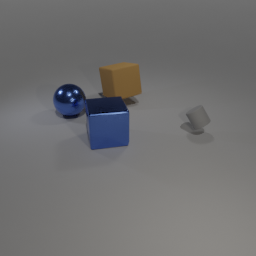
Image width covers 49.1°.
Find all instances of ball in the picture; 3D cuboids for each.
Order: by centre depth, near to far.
[{"bbox_3d":[-2.506,-1.202,12.046,1.400,1.400,1.400,0,29,0],"label":"ball"}]

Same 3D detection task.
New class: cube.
[{"bbox_3d":[-0.774,-0.218,10.252,1.400,1.400,1.400,-6,30,-11],"label":"cube"},{"bbox_3d":[-0.357,-2.211,13.060,1.400,1.400,1.400,-18,23,-25],"label":"cube"}]

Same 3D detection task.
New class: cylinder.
[{"bbox_3d":[2.673,-0.410,10.667,0.700,0.700,0.700,-31,7,4],"label":"cylinder"}]
